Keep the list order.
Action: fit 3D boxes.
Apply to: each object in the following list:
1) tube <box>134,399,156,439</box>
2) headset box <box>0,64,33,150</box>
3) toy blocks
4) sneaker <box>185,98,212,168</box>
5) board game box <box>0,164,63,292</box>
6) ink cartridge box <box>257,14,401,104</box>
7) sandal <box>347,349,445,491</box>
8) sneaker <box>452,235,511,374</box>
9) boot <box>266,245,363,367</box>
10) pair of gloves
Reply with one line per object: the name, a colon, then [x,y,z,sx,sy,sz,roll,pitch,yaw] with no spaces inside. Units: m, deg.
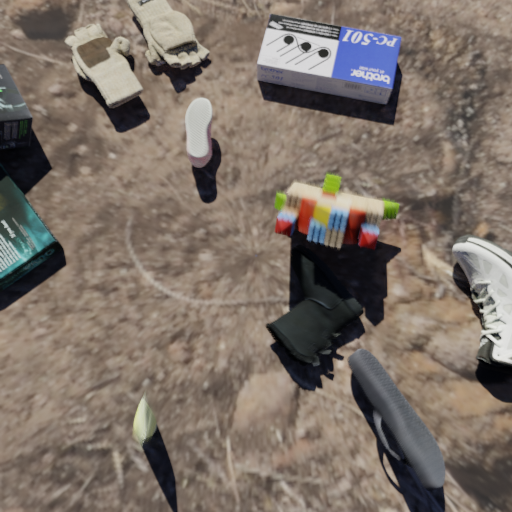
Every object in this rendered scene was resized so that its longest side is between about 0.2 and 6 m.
tube: [-1.827,2.710,9.132,0.447,1.541,0.400,42,68,6]
headset box: [-5.485,-2.894,11.010,1.833,0.850,1.596,-19,66,-36]
toy blocks: [1.339,-0.684,10.007,2.305,1.576,1.152,13,113,9]
sneaker: [-1.146,-2.419,11.236,0.518,0.719,1.376,2,71,-1]
board game box: [-5.638,-0.769,10.882,2.243,0.467,3.316,-37,76,-11]
ink cartridge box: [1.538,-4.200,11.932,2.843,0.628,1.336,12,73,4]
sandal: [2.315,2.758,9.472,0.544,0.965,2.539,-45,54,23]
sneaker: [4.280,1.006,9.979,1.604,1.052,2.788,-39,78,-14]
boot: [0.852,0.927,10.204,1.561,0.705,1.905,-39,81,-14]
pair of gloves: [-2.618,-4.470,12.126,2.656,0.466,2.258,-36,72,-13]
